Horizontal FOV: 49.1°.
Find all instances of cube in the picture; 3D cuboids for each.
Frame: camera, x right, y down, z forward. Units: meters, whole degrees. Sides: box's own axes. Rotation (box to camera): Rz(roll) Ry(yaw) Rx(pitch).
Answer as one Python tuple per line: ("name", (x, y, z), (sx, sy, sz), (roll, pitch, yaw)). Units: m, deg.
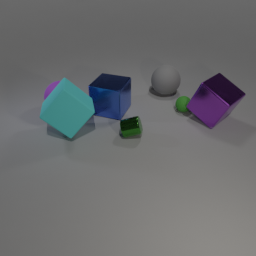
("cube", (-2.253, -0.760, 10.450), (1.400, 1.400, 1.400), (37, 14, -26))
("cube", (-0.739, -1.381, 12.064), (1.400, 1.400, 1.400), (11, 36, 16))
("cube", (3.520, -1.106, 11.292), (1.400, 1.400, 1.400), (-30, 67, -37))

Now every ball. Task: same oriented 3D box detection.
("ball", (-2.848, -1.303, 11.923), (1.400, 1.400, 1.400), (0, 34, 0))
("ball", (1.811, -2.296, 13.407), (1.400, 1.400, 1.400), (0, 34, 0))
("ball", (2.417, -1.043, 12.178), (0.700, 0.700, 0.700), (0, 34, 0))

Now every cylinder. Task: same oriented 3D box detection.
("cylinder", (0.133, -0.043, 10.557), (0.700, 0.700, 0.700), (-13, 32, 13))
